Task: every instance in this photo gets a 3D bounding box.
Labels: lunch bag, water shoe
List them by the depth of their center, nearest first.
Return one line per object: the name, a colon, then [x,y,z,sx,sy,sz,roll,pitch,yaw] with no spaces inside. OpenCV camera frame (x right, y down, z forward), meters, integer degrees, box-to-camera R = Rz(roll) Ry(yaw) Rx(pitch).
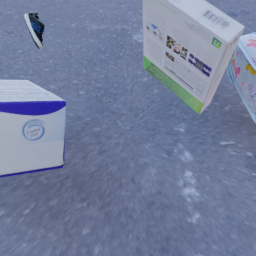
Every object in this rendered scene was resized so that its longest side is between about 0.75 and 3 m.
lunch bag: [3.648,-1.483,6.728,2.029,1.521,2.393,-13,54,1]
water shoe: [-2.651,-2.897,8.219,0.482,0.437,1.223,-23,79,-13]

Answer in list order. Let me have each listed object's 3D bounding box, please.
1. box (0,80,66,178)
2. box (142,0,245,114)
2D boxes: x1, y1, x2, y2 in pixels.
box: [-2.543,-0.118,4.957,2.177,1.242,2.368,-5,19,-34]
box: [0.737,-1.031,3.837,0.320,1.761,1.271,-42,72,-14]
